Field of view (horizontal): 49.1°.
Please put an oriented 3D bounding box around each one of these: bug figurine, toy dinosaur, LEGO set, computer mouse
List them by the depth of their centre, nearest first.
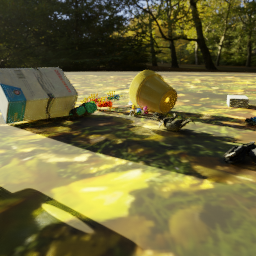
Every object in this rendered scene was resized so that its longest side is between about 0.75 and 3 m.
[{"bbox_3d":[3.057,0.539,5.648,1.934,0.510,1.339,13,18,43],"label":"computer mouse"},{"bbox_3d":[1.419,-0.104,8.534,0.737,0.554,1.441,-25,32,-30],"label":"toy dinosaur"},{"bbox_3d":[0.356,-0.744,11.094,0.936,0.384,0.357,-11,17,-37],"label":"LEGO set"},{"bbox_3d":[-1.200,-1.222,12.718,1.647,0.547,2.124,-3,17,13],"label":"bug figurine"}]

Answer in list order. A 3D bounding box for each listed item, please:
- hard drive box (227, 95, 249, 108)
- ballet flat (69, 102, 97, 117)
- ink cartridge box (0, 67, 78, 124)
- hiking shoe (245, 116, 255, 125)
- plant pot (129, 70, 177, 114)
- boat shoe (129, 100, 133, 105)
[{"bbox_3d":[5.105,-1.251,13.060,0.846,0.417,1.086,4,14,15],"label":"hard drive box"},{"bbox_3d":[-1.757,-0.706,10.741,0.508,0.505,1.485,-14,4,27],"label":"ballet flat"},{"bbox_3d":[-3.399,-1.272,10.260,2.524,1.056,1.831,-11,51,-38],"label":"ink cartridge box"},{"bbox_3d":[4.434,-0.350,9.297,1.107,0.480,0.412,-1,14,-4],"label":"hiking shoe"},{"bbox_3d":[1.127,-1.375,11.458,1.636,1.636,1.539,-11,33,-38],"label":"plant pot"},{"bbox_3d":[0.349,-1.428,13.632,0.574,0.487,1.576,1,14,6],"label":"boat shoe"}]
